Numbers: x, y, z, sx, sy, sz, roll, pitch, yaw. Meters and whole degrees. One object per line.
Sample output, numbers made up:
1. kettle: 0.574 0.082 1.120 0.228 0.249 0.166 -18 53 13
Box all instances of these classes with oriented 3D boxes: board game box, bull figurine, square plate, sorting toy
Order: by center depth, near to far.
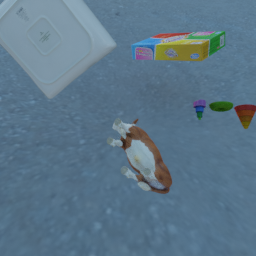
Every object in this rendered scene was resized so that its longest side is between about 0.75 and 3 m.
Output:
1. bull figurine: 0.110 0.274 3.506 0.752 0.403 1.238 19 30 -55
2. square plate: -1.423 -1.599 4.868 1.811 1.794 0.258 -32 19 25
3. sorting toy: 1.721 -0.222 4.952 1.190 0.413 0.410 6 78 -11
4. board game box: 1.439 -2.364 8.054 2.172 0.438 1.662 11 33 35
